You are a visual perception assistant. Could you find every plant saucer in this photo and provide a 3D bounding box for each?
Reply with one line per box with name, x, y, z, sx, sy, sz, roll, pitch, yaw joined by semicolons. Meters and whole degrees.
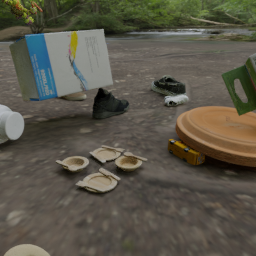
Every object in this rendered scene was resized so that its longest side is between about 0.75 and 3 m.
plant saucer;2.747;0.037;7.282;2.973;0.480;2.973;5;23;-2

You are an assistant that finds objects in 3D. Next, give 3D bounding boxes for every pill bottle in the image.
pill bottle;-3.891;-0.148;7.690;1.911;1.044;1.044;6;22;17

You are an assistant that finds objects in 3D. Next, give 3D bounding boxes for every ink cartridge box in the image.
ink cartridge box;-2.083;-1.989;8.926;2.522;1.824;1.856;-18;15;-32
ink cartridge box;3.691;-1.341;6.805;2.439;1.266;0.723;-23;-7;14

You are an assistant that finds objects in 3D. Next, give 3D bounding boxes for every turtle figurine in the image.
turtle figurine;-2.807;-3.081;7.380;1.244;0.401;1.003;19;-8;-4

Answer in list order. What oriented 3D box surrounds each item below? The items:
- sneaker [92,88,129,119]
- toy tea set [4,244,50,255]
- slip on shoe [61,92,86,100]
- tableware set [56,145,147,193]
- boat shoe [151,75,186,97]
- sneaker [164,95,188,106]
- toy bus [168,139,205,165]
sneaker;-0.554;-0.968;9.935;0.656;0.982;1.715;21;27;39
toy tea set;-1.880;2.073;2.641;1.567;0.975;2.635;31;21;-1
slip on shoe;-2.517;-1.547;12.039;1.652;0.501;0.628;14;25;32
tableware set;-0.568;0.824;6.340;1.558;0.216;1.865;17;28;38
boat shoe;1.857;-1.961;12.690;0.887;0.799;2.509;-9;23;-23
sneaker;1.931;-1.045;11.053;0.998;0.381;0.402;-9;33;-9
toy bus;1.398;0.559;6.876;0.383;0.318;0.977;-12;24;-28
